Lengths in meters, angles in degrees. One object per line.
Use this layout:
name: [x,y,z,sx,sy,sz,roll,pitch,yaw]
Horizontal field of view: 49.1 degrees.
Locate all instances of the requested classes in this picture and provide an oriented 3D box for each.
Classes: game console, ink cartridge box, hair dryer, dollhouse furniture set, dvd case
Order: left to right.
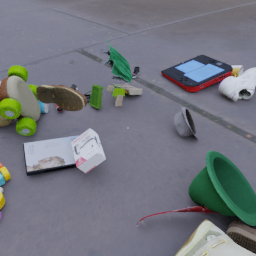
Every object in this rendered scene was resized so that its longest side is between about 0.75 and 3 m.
dvd case: [-2.393,0.862,9.314,1.995,0.175,1.424,-8,40,-20]
hair dryer: [-2.437,-1.338,12.133,1.586,0.566,2.082,21,43,24]
ink cartridge box: [-1.236,0.681,8.618,0.816,0.475,1.120,-36,42,11]
dollhouse furniture set: [-0.515,-1.407,12.403,2.355,0.909,1.177,-9,26,-44]
game console: [3.447,-2.826,13.966,2.832,0.440,2.504,-24,43,-19]

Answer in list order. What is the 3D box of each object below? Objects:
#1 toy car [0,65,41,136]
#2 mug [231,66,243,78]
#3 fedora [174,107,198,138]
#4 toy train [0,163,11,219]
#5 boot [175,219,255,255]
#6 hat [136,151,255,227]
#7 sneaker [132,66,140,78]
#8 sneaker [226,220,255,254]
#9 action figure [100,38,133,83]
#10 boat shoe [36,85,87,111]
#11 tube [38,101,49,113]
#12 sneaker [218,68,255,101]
toy car: [-4.811,-0.801,10.472,2.565,2.024,2.107,-13,52,8]
mug: [5.290,-2.831,14.047,0.695,0.678,0.847,18,21,34]
fedora: [2.079,-0.120,10.323,0.578,1.133,1.281,-23,62,23]
toy train: [-4.473,1.830,7.721,2.110,0.781,2.809,-2,37,-4]
boot: [1.859,3.249,5.704,1.973,0.919,2.551,26,41,32]
hat: [2.007,2.039,7.884,2.548,2.243,2.111,38,31,-17]
sneaker: [0.354,-2.873,14.302,0.292,0.410,0.826,17,42,19]
sneaker: [3.326,2.771,6.567,1.926,0.678,0.727,27,31,23]
action figure: [-0.365,-2.501,11.707,0.681,2.490,1.471,-11,74,21]
boat shoe: [-1.887,-0.982,8.272,1.892,0.681,0.639,16,31,33]
tube: [-4.315,-0.866,11.645,1.955,0.493,0.757,0,28,6]
sneaker: [5.381,-1.884,12.744,2.629,0.984,1.310,-23,56,-21]
